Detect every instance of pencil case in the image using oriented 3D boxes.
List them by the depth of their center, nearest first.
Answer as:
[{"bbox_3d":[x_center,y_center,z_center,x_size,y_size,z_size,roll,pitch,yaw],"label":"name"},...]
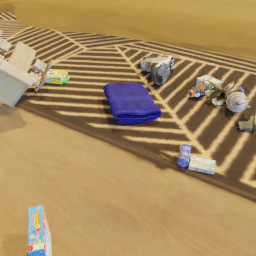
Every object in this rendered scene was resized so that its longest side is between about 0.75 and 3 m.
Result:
[{"bbox_3d":[1.875,0.888,9.361,0.395,0.355,0.909,32,38,-5],"label":"pencil case"}]

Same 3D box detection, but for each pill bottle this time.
[{"bbox_3d":[3.245,-1.689,12.867,0.944,0.501,0.501,-19,40,-22],"label":"pill bottle"}]

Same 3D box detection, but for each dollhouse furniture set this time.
[{"bbox_3d":[-4.691,-2.703,12.058,2.584,1.958,2.948,29,50,-28],"label":"dollhouse furniture set"}]

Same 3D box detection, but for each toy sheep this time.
[{"bbox_3d":[4.564,-1.081,11.674,0.929,0.929,1.347,6,7,8],"label":"toy sheep"}]

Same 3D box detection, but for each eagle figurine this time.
[{"bbox_3d":[4.454,-1.614,12.576,1.528,1.153,1.159,6,68,-47],"label":"eagle figurine"}]

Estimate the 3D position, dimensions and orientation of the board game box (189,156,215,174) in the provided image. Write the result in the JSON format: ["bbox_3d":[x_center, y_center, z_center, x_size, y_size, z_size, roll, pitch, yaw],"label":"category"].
[{"bbox_3d":[2.414,1.200,9.122,0.804,0.138,0.540,10,37,14],"label":"board game box"}]

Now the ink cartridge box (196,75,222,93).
[{"bbox_3d":[3.923,-2.160,13.592,0.727,0.412,0.991,-23,41,-28],"label":"ink cartridge box"}]

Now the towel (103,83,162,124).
[{"bbox_3d":[0.082,-1.094,11.995,1.981,0.665,2.682,-3,35,-16],"label":"towel"}]

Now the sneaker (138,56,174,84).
[{"bbox_3d":[1.205,-3.022,14.396,1.732,1.125,2.999,9,26,21],"label":"sneaker"}]

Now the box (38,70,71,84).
[{"bbox_3d":[-3.767,-2.619,14.291,1.559,0.377,0.915,8,37,8],"label":"box"}]

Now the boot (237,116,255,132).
[{"bbox_3d":[4.629,-0.212,10.976,0.634,0.329,0.971,7,34,19],"label":"boot"}]

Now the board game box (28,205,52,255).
[{"bbox_3d":[-1.969,2.579,6.313,0.325,1.164,1.140,-9,37,-12],"label":"board game box"}]
